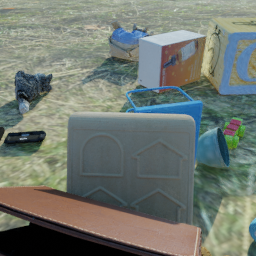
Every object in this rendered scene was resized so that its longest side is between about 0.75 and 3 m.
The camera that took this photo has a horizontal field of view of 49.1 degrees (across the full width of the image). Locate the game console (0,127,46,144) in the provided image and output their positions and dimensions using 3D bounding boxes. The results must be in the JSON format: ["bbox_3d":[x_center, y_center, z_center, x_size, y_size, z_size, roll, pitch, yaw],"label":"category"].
[{"bbox_3d":[-3.203,0.327,7.506,1.922,0.232,1.134,-4,33,-4],"label":"game console"}]

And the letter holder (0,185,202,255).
[{"bbox_3d":[-0.564,1.673,3.453,2.694,1.355,1.915,11,-9,16],"label":"letter holder"}]

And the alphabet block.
[{"bbox_3d":[4.326,-2.744,10.484,2.305,2.292,2.347,0,31,-4],"label":"alphabet block"}]

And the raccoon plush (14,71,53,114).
[{"bbox_3d":[-3.148,-1.169,9.664,1.318,0.952,1.967,-2,57,-28],"label":"raccoon plush"}]

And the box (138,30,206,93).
[{"bbox_3d":[1.649,-2.573,10.644,2.329,1.774,1.239,-22,38,-31],"label":"box"}]

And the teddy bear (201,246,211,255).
[{"bbox_3d":[1.105,2.253,4.383,1.114,0.372,0.808,-9,23,-1],"label":"teddy bear"}]

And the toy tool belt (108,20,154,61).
[{"bbox_3d":[0.357,-4.084,13.149,2.723,1.674,1.700,18,36,26],"label":"toy tool belt"}]

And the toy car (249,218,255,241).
[{"bbox_3d":[3.054,1.272,4.732,1.443,1.565,1.385,-26,40,-36],"label":"toy car"}]

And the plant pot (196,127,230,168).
[{"bbox_3d":[1.963,0.510,6.681,0.640,0.956,0.956,-15,24,29],"label":"plant pot"}]

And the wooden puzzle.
[{"bbox_3d":[0.032,0.934,5.052,2.228,2.406,0.557,2,-3,2],"label":"wooden puzzle"}]

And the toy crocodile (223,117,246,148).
[{"bbox_3d":[2.832,0.084,7.623,0.550,0.503,1.631,19,36,27],"label":"toy crocodile"}]

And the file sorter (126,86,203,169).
[{"bbox_3d":[0.654,0.176,6.160,1.347,1.941,1.191,-8,30,-13],"label":"file sorter"}]
